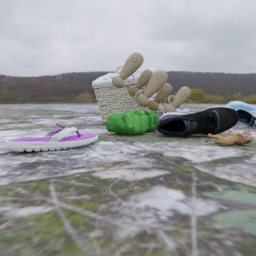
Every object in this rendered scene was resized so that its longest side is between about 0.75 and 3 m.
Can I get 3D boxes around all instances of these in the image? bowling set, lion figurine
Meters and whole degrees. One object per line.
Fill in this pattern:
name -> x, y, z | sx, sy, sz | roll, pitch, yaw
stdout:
bowling set -> 0.820, -1.284, 10.428 | 2.765, 1.484, 1.924 | 37, -7, 8
lion figurine -> 2.574, 0.300, 7.120 | 1.077, 0.390, 0.660 | -15, 17, -11

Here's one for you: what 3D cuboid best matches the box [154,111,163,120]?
box -> 0.995, -0.619, 14.061 | 1.573, 0.551, 0.506 | 6, 9, 41

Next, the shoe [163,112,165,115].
shoe -> 2.326, -0.767, 15.984 | 0.601, 0.472, 1.322 | 6, 14, 36

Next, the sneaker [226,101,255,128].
sneaker -> 5.223, -0.363, 10.973 | 2.831, 1.017, 1.026 | 9, 47, 6

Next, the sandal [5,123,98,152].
sandal -> -1.700, 0.187, 6.770 | 2.357, 0.579, 0.959 | -6, 9, -43

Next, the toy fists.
toy fists -> 0.309, -0.237, 9.617 | 1.189, 0.802, 2.332 | 8, 8, 27

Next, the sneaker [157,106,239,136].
sneaker -> 2.083, -0.079, 8.449 | 2.428, 0.919, 1.063 | -8, 8, 17

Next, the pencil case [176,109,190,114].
pencil case -> 3.362, -0.999, 17.732 | 1.097, 0.497, 0.456 | 5, 7, 34

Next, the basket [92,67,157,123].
basket -> 0.036, -1.588, 13.208 | 2.538, 2.041, 2.515 | -5, 19, 17
